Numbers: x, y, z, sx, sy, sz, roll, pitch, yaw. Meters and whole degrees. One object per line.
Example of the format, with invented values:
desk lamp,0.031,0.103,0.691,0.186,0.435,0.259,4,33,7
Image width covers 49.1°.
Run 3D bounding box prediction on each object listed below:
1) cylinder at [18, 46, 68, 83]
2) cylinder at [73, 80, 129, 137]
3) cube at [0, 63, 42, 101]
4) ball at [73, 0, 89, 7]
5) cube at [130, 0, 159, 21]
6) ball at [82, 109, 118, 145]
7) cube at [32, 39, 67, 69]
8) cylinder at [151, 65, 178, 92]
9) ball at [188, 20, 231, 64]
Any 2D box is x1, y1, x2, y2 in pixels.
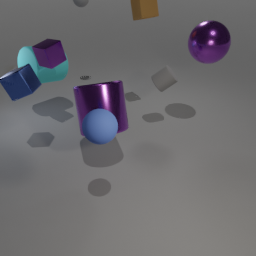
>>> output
cylinder,-3.295,-2.467,10.901,1.400,1.400,1.400,23,28,34
cylinder,-0.755,-0.572,7.977,1.400,1.400,1.400,-8,10,1
cube,-3.009,-1.285,7.878,0.700,0.700,0.700,-18,26,17
ball,-2.060,-5.649,12.225,0.700,0.700,0.700,0,30,0
cube,0.585,-4.233,9.876,0.700,0.700,0.700,-17,21,-22
ball,-0.549,-0.027,5.487,0.700,0.700,0.700,0,30,0
cube,-2.580,-2.453,9.221,0.700,0.700,0.700,19,48,35
cylinder,1.312,-1.771,10.068,0.700,0.700,0.700,-33,22,22
ball,2.727,-2.876,9.433,1.400,1.400,1.400,0,30,0
